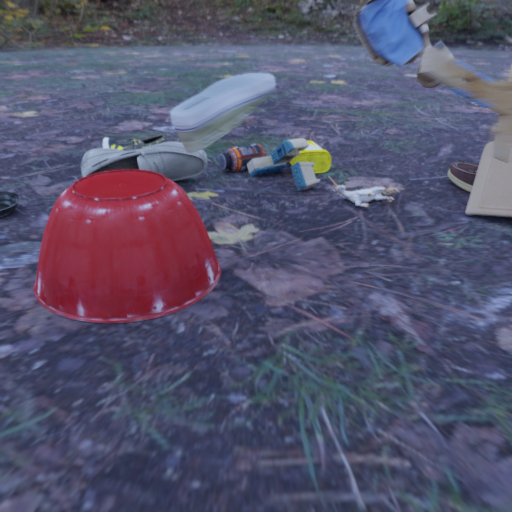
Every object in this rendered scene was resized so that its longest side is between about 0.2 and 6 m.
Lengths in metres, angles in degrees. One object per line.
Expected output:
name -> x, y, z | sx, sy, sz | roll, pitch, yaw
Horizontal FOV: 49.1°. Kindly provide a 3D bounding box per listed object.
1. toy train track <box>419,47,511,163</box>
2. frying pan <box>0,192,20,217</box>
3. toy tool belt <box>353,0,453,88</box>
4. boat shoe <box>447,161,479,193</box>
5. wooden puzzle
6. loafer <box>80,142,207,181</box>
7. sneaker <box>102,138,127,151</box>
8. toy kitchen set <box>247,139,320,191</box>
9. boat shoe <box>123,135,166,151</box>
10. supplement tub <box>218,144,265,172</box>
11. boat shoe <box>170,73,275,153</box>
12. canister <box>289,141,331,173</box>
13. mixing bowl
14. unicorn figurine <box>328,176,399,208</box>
toy train track -> 3.163, -2.285, 7.968 | 2.758, 1.582, 0.449 | 10, 3, -36
frying pan -> -5.478, -0.881, 11.393 | 1.255, 0.338, 2.075 | -9, 29, -16
toy tool belt -> 2.062, -3.096, 7.907 | 1.015, 1.625, 0.999 | -37, -4, 21
boat shoe -> 5.567, -1.823, 12.529 | 1.031, 1.028, 2.858 | -13, 28, -24
wooden puzzle -> 5.516, -1.533, 11.407 | 2.080, 0.387, 1.924 | 5, 61, 39
loafer -> -2.603, -2.048, 13.183 | 2.948, 1.031, 1.029 | -7, 37, -7
sneaker -> -3.589, -2.518, 14.555 | 0.785, 0.691, 1.856 | -1, 34, -17
toy kitchen set -> 0.635, -1.993, 13.569 | 0.923, 1.255, 1.566 | -13, -8, -27
boat shoe -> -3.254, -3.072, 15.779 | 1.584, 0.473, 0.566 | -18, 31, -33
supplement tub -> -0.378, -2.515, 14.463 | 1.159, 0.620, 0.620 | -14, 29, -28
boat shoe -> -0.583, -2.747, 10.510 | 0.907, 0.781, 2.518 | 23, 46, 38
canister -> 1.311, -2.621, 14.742 | 0.990, 0.577, 1.333 | -5, 25, -9
mixing bowl -> -2.097, -0.397, 8.918 | 3.005, 1.627, 3.005 | -1, 25, 0
unicorn figurine -> 2.352, -1.349, 12.282 | 1.378, 0.509, 0.946 | 5, 12, -23
